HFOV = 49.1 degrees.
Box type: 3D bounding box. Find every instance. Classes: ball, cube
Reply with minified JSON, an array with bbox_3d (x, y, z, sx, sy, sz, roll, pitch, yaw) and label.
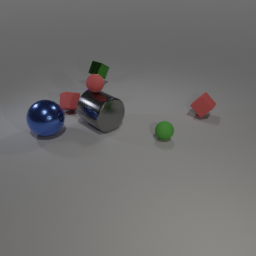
[{"bbox_3d":[-1.265,-1.724,10.775,0.700,0.700,0.700,0,30,0],"label":"ball"},{"bbox_3d":[3.206,-0.993,11.914,0.700,0.700,0.700,50,34,1],"label":"cube"},{"bbox_3d":[-1.562,-3.110,15.030,0.700,0.700,0.700,23,5,34],"label":"cube"},{"bbox_3d":[-2.561,-1.178,12.322,0.700,0.700,0.700,2,-3,-32],"label":"cube"},{"bbox_3d":[1.354,0.090,10.380,0.700,0.700,0.700,0,30,0],"label":"ball"},{"bbox_3d":[-3.102,-0.373,10.577,1.400,1.400,1.400,0,30,0],"label":"ball"}]

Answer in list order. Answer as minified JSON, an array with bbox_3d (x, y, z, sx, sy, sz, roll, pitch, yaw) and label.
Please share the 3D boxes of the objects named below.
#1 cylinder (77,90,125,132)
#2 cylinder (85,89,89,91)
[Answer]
[{"bbox_3d":[-1.085,-0.720,11.170,1.400,1.400,1.400,-25,39,-37],"label":"cylinder"},{"bbox_3d":[-1.571,-1.538,13.110,0.700,0.700,0.700,-20,23,9],"label":"cylinder"}]
